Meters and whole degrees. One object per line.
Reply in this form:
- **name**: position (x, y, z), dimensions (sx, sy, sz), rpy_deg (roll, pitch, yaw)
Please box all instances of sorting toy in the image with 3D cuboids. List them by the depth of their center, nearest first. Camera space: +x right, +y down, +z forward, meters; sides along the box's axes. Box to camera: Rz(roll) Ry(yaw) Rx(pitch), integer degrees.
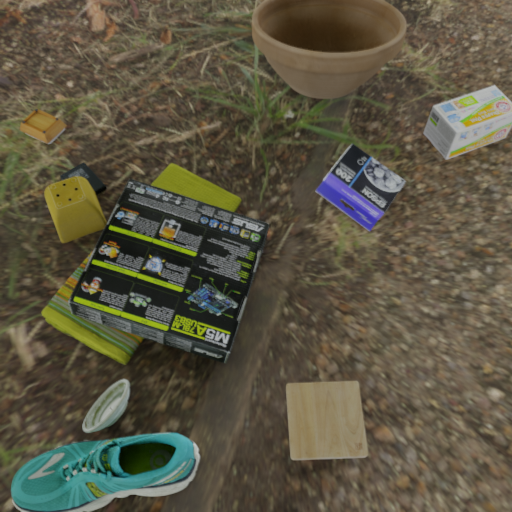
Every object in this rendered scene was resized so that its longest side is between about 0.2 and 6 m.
- **sorting toy**: position (1.059, 2.569, 8.660), dimensions (1.138, 0.399, 1.145), rpy_deg (-2, 58, -1)

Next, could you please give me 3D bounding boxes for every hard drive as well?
- **hard drive**: position (-3.519, -1.491, 11.400), dimensions (0.584, 0.138, 0.836), rpy_deg (-36, 64, -20)

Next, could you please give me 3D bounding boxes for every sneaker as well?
- **sneaker**: position (-2.172, 2.973, 8.010), dimensions (2.683, 1.068, 1.040), rpy_deg (-11, 58, -6)

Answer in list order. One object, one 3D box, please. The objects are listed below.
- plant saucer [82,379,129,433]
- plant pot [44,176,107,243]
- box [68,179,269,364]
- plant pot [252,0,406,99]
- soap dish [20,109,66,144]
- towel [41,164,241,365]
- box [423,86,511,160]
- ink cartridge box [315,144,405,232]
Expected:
- **plant saucer**: position (-2.250, 2.359, 8.642), dimensions (0.243, 0.967, 0.967), rpy_deg (47, 62, -18)
- **plant pot**: position (-3.451, -0.963, 10.511), dimensions (0.929, 0.950, 0.923), rpy_deg (-22, 69, -13)
- **box**: position (-1.402, 0.196, 9.751), dimensions (2.758, 0.655, 2.664), rpy_deg (17, 62, -1)
- **plant pot**: position (1.537, -4.519, 12.331), dimensions (3.252, 1.501, 3.252), rpy_deg (0, 47, 0)
- **soap dish**: position (-4.631, -2.818, 12.136), dimensions (0.798, 0.324, 0.628), rpy_deg (26, 61, 15)
- **towel**: position (-1.975, -0.003, 10.352), dimensions (1.716, 0.360, 3.986), rpy_deg (29, 61, 8)
- **box**: position (4.541, -2.828, 11.850), dimensions (1.594, 0.808, 0.897), rpy_deg (-21, 60, -13)
- **ink cartridge box**: position (2.071, -1.376, 11.057), dimensions (1.351, 0.296, 1.364), rpy_deg (36, 64, 3)
